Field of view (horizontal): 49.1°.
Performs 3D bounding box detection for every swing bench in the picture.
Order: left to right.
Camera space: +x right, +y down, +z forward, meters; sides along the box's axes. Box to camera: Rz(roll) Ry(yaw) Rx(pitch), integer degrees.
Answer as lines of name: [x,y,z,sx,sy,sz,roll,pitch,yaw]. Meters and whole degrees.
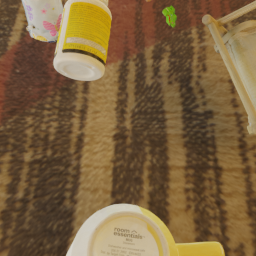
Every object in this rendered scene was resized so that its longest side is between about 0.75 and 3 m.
swing bench: [3.218,-1.018,6.094,1.840,2.837,2.821,-23,62,21]

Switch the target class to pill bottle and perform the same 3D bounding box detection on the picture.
pill bottle: [-0.925,-2.105,6.067,1.078,1.078,1.936,6,77,3]

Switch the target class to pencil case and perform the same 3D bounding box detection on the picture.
pencil case: [-2.025,-3.004,6.273,0.973,2.146,0.892,-8,56,-4]

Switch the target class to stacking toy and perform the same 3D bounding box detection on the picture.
stacking toy: [0.440,-3.931,7.333,0.564,2.399,1.809,-31,59,6]

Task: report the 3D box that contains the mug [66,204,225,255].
mug: [0.054,1.875,4.082,2.203,1.809,1.765,-29,63,-27]
